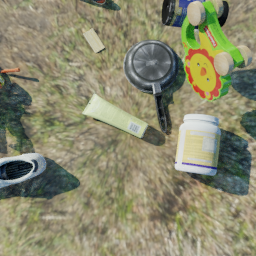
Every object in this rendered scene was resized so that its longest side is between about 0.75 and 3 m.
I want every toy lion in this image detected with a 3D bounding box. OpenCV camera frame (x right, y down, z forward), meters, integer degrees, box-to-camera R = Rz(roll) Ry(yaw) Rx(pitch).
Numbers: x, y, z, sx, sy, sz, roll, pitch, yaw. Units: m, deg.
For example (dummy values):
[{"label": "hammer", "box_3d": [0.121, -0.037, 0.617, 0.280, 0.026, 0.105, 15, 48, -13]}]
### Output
[{"label": "toy lion", "box_3d": [1.751, -1.603, 6.321, 0.660, 1.842, 1.922, -24, 83, -16]}]

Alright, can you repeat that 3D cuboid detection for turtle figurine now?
[{"label": "turtle figurine", "box_3d": [-4.535, -1.062, 7.813, 2.748, 0.885, 2.216, 1, 73, -6]}]

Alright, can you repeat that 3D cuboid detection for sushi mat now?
[{"label": "sushi mat", "box_3d": [-1.051, -2.713, 8.686, 0.365, 0.046, 0.763, -33, 85, -2]}]

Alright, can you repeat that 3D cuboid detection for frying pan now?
[{"label": "frying pan", "box_3d": [0.600, -1.386, 8.388, 1.701, 0.458, 2.812, 11, 81, 2]}]

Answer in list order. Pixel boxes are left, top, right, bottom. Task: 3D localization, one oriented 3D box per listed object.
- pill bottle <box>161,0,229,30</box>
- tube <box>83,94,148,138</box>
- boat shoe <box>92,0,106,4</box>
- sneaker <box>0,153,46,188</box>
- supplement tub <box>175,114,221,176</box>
[{"label": "pill bottle", "box_3d": [1.608, -2.825, 6.764, 1.469, 0.821, 0.821, 3, 84, -9]}, {"label": "tube", "box_3d": [-0.340, -0.328, 8.254, 1.887, 0.547, 0.490, 26, 122, 6]}, {"label": "boat shoe", "box_3d": [-1.274, -4.191, 8.680, 1.217, 0.381, 0.433, 19, 86, 3]}, {"label": "sneaker", "box_3d": [-3.653, 1.242, 7.810, 2.596, 0.919, 0.948, -19, 84, -2]}, {"label": "supplement tub", "box_3d": [1.953, 0.471, 7.789, 1.132, 1.132, 1.557, 9, 84, 1]}]
